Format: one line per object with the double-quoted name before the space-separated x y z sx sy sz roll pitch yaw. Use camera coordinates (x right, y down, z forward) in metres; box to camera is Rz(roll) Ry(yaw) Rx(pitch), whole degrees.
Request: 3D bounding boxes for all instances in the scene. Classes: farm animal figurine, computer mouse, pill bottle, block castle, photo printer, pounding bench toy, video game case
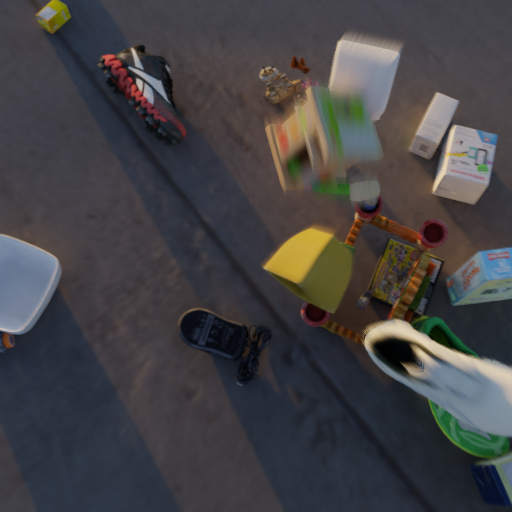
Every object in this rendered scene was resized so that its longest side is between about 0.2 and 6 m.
"farm animal figurine" 0.781 -3.672 12.458 1.269 0.669 1.283 -11 77 9
"computer mouse" -0.688 1.601 10.607 1.732 0.457 1.199 25 71 -2
"pill bottle" -5.017 1.668 10.546 0.818 0.434 0.434 -13 70 -5
"block castle" 2.197 0.368 10.383 1.864 1.308 2.789 26 79 10
"photo printer" 1.981 -3.269 10.629 1.144 1.375 0.477 16 42 11
"pounding bench toy" 1.274 -1.724 10.357 1.304 1.637 2.099 -6 75 -34
"video game case" 2.953 0.453 11.135 1.206 0.170 1.335 23 72 8

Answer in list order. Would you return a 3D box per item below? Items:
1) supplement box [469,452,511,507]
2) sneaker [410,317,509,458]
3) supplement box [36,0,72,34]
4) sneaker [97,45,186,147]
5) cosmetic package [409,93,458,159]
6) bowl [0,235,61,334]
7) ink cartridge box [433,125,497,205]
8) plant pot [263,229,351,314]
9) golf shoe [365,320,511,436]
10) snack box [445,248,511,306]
"supplement box" 4.340 3.733 9.482 0.977 0.978 0.656 -16 70 -6
"sneaker" 3.525 2.309 9.933 0.998 1.126 2.695 -25 72 -10
"supplement box" -4.798 -5.708 13.309 0.384 0.386 0.705 35 73 13
"sneaker" -2.223 -3.593 12.201 1.341 0.970 2.744 -36 72 -10
"cosmetic package" 3.831 -2.796 12.082 0.522 0.662 1.231 25 70 11
"bowl" -4.741 0.608 10.831 1.711 0.639 1.713 21 70 8
"ink cartridge box" 4.313 -1.869 11.603 0.898 0.894 1.224 15 70 7
"plant pot" 1.005 0.163 9.643 1.050 1.043 1.074 22 75 53
"golf shoe" 2.837 1.866 8.307 2.804 1.363 1.098 22 93 30
"snack box" 5.343 0.271 10.318 3.138 1.823 0.582 -7 71 -3
